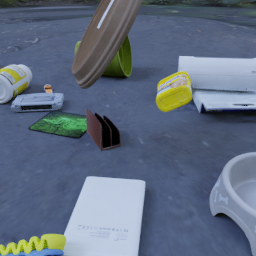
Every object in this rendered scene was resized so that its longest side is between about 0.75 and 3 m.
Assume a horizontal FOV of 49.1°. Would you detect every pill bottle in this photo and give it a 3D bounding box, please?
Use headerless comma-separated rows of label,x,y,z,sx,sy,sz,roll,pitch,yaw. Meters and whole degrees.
pill bottle,-4.623,-1.837,11.057,1.141,1.141,2.050,4,27,8

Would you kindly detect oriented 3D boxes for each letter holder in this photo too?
letter holder,-0.733,-0.052,8.074,0.609,0.860,1.210,-14,31,-23

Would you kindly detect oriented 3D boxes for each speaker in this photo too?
speaker,3.225,-1.963,10.127,2.919,1.185,1.185,4,29,11

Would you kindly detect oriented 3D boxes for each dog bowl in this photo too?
dog bowl,3.020,1.411,5.509,2.665,0.782,2.665,-1,29,0

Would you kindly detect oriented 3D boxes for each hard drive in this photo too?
hard drive,-0.403,1.724,5.454,1.340,0.258,2.031,3,29,6

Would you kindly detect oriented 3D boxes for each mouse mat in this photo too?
mouse mat,-2.079,-0.157,9.109,1.840,0.069,1.481,10,30,16

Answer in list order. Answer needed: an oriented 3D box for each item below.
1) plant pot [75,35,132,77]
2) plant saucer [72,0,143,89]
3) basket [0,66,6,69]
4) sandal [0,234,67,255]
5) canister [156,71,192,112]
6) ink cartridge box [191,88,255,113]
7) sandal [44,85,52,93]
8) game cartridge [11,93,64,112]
plant pot,-1.185,-3.457,13.180,2.251,2.338,2.338,-4,27,17
plant saucer,-0.498,-2.112,5.903,0.400,2.715,2.715,26,20,-23
basket,-5.806,-2.109,11.750,1.454,0.989,1.311,-14,45,-32
sandal,-1.813,2.180,4.244,1.802,0.716,0.785,-12,62,-3
canister,0.815,-0.653,4.951,0.635,0.370,0.855,-23,20,19
ink cartridge box,3.801,-1.019,10.117,2.690,0.547,2.695,0,28,2
sandal,-3.303,-1.660,11.643,0.324,0.242,0.845,-11,31,-20
game cartridge,-3.253,-0.962,10.281,1.724,0.358,1.148,-3,23,-5
